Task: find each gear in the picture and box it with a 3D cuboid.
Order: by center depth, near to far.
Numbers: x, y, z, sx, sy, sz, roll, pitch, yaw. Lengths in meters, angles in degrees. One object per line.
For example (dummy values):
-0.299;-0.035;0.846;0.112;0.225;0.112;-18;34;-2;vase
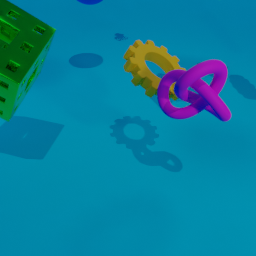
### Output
0.522;-1.050;5.074;1.261;0.233;1.261;18;50;-23;gear

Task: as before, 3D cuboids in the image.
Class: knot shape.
1.019;-0.554;4.097;1.183;1.107;0.547;18;59;8;knot shape

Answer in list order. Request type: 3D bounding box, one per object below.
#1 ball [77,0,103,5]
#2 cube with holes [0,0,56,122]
-1.102;-4.181;7.860;1.327;1.327;1.327;0;37;0;ball
-2.156;-1.143;4.555;1.269;1.269;1.269;28;56;-15;cube with holes
